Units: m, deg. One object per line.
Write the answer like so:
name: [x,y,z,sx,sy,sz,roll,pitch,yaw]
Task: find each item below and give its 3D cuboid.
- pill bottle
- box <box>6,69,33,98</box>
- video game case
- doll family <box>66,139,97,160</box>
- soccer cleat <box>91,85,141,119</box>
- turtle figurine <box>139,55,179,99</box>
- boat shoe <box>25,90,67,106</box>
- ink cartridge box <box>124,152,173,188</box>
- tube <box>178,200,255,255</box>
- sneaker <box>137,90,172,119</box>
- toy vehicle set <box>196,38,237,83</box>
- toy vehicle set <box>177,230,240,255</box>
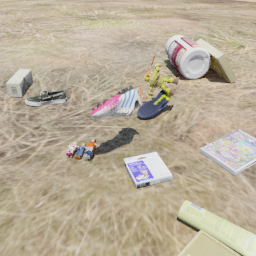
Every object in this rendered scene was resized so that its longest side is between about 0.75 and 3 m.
pill bottle: [3.160,-3.993,15.386,1.695,1.695,2.969,-6,34,-10]
box: [-5.148,-2.170,13.428,0.624,0.750,1.825,1,34,0]
video game case: [3.649,0.746,9.368,2.032,0.183,1.455,-20,37,-28]
doll family: [-1.445,0.721,9.245,1.152,0.519,0.715,-7,36,22]
soccer cleat: [-0.256,-0.629,8.648,0.706,0.872,2.020,-20,12,46]
turtle figurine: [1.279,-1.955,11.355,1.490,1.847,0.595,18,2,11]
boat shoe: [-3.618,-1.383,12.339,1.779,0.566,0.629,-7,33,-11]
ink cartridge box: [0.581,1.246,8.505,1.155,0.253,1.166,-10,36,-16]
tube: [2.133,2.382,6.595,1.945,0.505,0.564,23,78,26]
sneaker: [1.089,-0.867,11.560,1.743,0.717,0.644,-36,75,-20]
toy vehicle set: [4.640,-3.609,14.876,0.367,1.720,2.768,-36,33,11]
toy vehicle set: [1.449,3.081,5.618,1.262,0.269,2.030,28,42,37]
